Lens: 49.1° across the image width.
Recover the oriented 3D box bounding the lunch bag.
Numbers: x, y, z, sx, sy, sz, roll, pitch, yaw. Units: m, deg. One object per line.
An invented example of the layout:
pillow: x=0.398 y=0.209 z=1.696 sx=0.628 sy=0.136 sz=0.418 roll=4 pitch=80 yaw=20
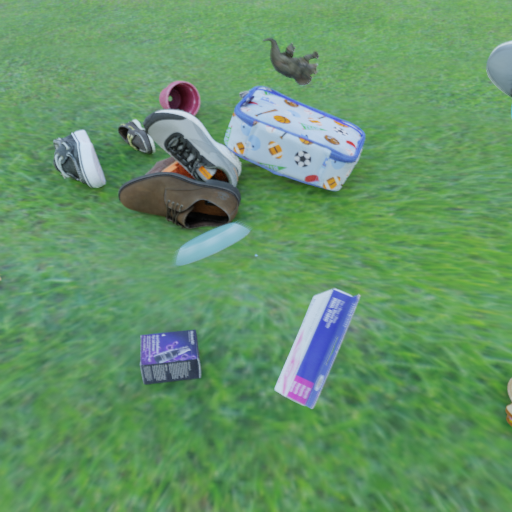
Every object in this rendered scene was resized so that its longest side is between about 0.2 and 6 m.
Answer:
lunch bag: x=0.930 y=-2.935 z=13.476 sx=3.256 sy=1.230 sz=2.609 roll=26 pitch=37 yaw=3

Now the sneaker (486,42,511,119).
sneaker: x=4.617 y=-2.669 z=9.095 sx=1.875 sy=1.298 sz=3.105 roll=-12 pitch=40 yaw=-30

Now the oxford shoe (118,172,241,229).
oxford shoe: x=-1.704 y=-1.134 z=11.943 sx=2.652 sy=0.964 sz=1.119 roll=3 pitch=39 yaw=4

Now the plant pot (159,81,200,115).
plant pot: x=-2.334 y=-4.580 z=16.463 sx=1.088 sy=1.088 sz=0.974 roll=-22 pitch=27 yaw=-26

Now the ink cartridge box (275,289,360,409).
ink cartridge box: x=0.676 y=1.064 z=6.632 sx=0.298 sy=1.378 sz=1.353 roll=25 pitch=79 yaw=-1

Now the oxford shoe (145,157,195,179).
oxford shoe: x=-1.877 y=-2.201 z=13.451 sx=0.885 sy=0.865 sz=2.427 roll=16 pitch=40 yaw=28

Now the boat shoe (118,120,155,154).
boat shoe: x=-3.157 y=-3.082 z=14.780 sx=0.554 sy=0.657 sz=1.842 roll=-20 pitch=34 yaw=-20

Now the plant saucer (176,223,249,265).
plant saucer: x=-0.539 y=-0.170 z=6.586 sx=0.944 sy=0.170 sz=0.944 roll=-23 pitch=11 yaw=5

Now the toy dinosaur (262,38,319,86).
toy dinosaur: x=0.821 y=-4.398 z=12.926 sx=1.891 sy=0.728 sz=0.967 roll=3 pitch=-11 yaw=-36

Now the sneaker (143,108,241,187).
sneaker: x=-1.371 y=-2.330 z=12.615 sx=2.631 sy=0.972 sz=1.043 roll=32 pitch=38 yaw=-29

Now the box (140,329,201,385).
box: x=-1.344 y=1.580 z=8.788 sx=0.900 sy=0.470 sz=0.666 roll=-7 pitch=37 yaw=-7

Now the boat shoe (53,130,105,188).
boat shoe: x=-4.345 y=-2.240 z=13.522 sx=1.010 sy=1.027 sz=2.848 roll=-21 pitch=30 yaw=-14

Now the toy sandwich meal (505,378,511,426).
toy sandwich meal: x=4.165 y=2.177 z=8.109 sx=1.184 sy=0.406 sz=1.184 roll=2 pitch=34 yaw=-1
